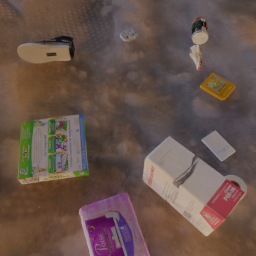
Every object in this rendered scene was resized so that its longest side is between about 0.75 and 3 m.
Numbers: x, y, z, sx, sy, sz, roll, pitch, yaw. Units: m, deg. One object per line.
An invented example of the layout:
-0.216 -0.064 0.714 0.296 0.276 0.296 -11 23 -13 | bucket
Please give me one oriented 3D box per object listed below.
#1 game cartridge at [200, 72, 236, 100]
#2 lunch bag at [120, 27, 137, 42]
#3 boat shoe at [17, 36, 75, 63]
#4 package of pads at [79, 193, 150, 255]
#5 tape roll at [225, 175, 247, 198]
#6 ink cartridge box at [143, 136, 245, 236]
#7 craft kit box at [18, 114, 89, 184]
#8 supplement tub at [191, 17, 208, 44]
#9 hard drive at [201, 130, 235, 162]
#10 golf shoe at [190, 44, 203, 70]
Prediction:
3.924 -1.825 12.235 1.185 0.192 1.044 35 64 21 | game cartridge
0.035 -4.651 13.935 0.840 0.317 0.673 -26 60 -15 | lunch bag
-3.725 -3.731 13.117 2.597 0.970 1.205 3 44 1 | boat shoe
-0.344 3.507 8.390 1.656 1.040 2.749 -17 59 -10 | package of pads
3.494 2.113 9.524 0.883 0.606 0.883 0 58 0 | tape roll
1.894 1.835 8.846 2.775 2.033 1.148 39 66 21 | ink cartridge box
-2.762 0.728 10.445 2.413 0.593 2.444 -5 58 -6 | craft kit box
3.517 -4.807 13.749 0.785 0.785 1.281 5 59 3 | supplement tub
3.450 0.675 10.698 0.724 0.139 1.098 -30 63 -17 | hard drive
3.136 -3.231 12.888 0.550 0.452 1.201 -4 84 28 | golf shoe
